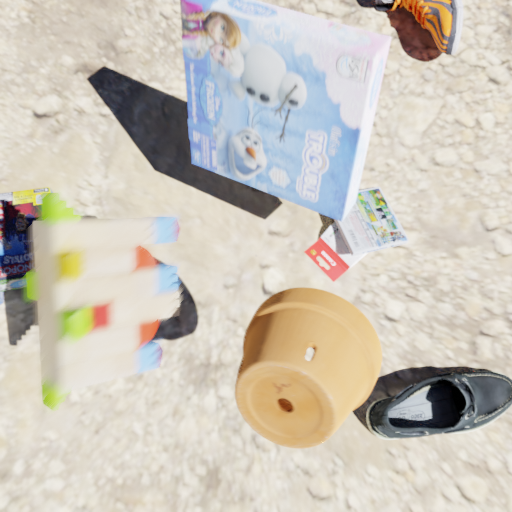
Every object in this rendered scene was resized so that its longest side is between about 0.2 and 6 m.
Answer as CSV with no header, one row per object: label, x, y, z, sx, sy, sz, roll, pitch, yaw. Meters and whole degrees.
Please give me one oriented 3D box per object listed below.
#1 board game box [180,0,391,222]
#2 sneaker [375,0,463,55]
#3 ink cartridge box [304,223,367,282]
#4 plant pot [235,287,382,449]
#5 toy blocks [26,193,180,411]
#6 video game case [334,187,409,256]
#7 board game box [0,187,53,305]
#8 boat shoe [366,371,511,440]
board game box,0.281,-2.141,8.240,2.838,2.852,0.619,22,52,17
sneaker,3.434,-5.404,12.140,1.619,1.121,2.889,-4,58,3
ink cartridge box,1.548,-0.149,10.431,1.036,0.260,0.834,-38,73,-16
plant pot,0.445,1.229,5.759,1.510,1.510,1.057,26,33,10
toy blocks,-1.771,0.500,7.075,1.759,1.286,2.574,-6,98,-42
video game case,2.063,-0.670,10.493,1.184,0.143,1.299,-12,62,-18
board game box,-4.727,0.068,10.086,2.318,0.715,2.317,-8,70,-3
boat shoe,3.116,2.392,9.100,2.587,0.858,0.967,-7,69,-3
